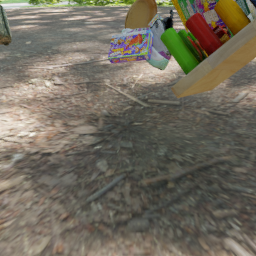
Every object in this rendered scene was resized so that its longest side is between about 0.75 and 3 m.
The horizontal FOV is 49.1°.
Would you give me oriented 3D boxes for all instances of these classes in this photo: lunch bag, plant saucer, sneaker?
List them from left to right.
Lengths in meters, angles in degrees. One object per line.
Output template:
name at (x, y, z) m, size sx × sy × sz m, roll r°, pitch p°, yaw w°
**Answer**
lunch bag at (-3.830, -3.000, 8.013) m, size 0.791 × 1.135 × 0.952 m, roll -15°, pitch 0°, yaw 9°
plant saucer at (0.428, -4.117, 10.617) m, size 0.322 × 1.816 × 1.816 m, roll 34°, pitch 42°, yaw 27°
sneaker at (0.786, -2.856, 8.324) m, size 0.852 × 1.532 × 2.191 m, roll 8°, pitch 33°, yaw -49°

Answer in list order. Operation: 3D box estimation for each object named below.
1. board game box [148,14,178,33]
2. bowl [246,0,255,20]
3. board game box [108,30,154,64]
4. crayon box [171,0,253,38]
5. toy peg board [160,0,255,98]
board game box at (1.218, -3.497, 9.867) m, size 0.504 × 0.495 × 0.962 m, roll 26°, pitch 23°, yaw -46°
bowl at (3.887, -3.709, 7.958) m, size 1.748 × 0.785 × 1.748 m, roll -28°, pitch 35°, yaw 21°
board game box at (0.074, -2.234, 7.740) m, size 1.177 × 0.264 × 0.792 m, roll 0°, pitch 69°, yaw 23°
crayon box at (2.450, -3.326, 8.154) m, size 0.634 × 2.176 × 1.877 m, roll -42°, pitch 23°, yaw -23°
toy peg board at (2.078, -1.970, 5.770) m, size 1.266 × 2.577 × 2.588 m, roll 56°, pitch 31°, yaw 9°
